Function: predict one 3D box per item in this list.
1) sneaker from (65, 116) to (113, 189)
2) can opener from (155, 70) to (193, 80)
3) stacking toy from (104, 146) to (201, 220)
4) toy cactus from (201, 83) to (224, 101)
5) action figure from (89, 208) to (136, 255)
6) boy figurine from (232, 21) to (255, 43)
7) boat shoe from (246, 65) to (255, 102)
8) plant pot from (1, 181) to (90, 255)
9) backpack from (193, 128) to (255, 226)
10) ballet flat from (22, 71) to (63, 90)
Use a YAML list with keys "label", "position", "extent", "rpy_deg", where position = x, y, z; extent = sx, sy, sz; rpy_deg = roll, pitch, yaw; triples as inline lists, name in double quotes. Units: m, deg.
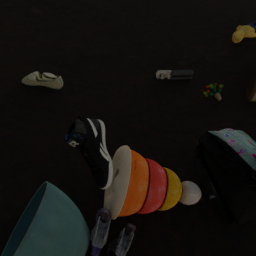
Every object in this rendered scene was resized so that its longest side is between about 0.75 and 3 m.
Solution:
- label: "sneaker"
  position: [-0.764, 0.437, 5.057]
  extent: [0.768, 0.502, 1.373]
  rpy_deg: [11, 55, -40]
- label: "can opener"
  position: [1.763, -2.096, 10.747]
  extent: [1.437, 0.378, 0.477]
  rpy_deg: [1, 46, 1]
- label: "stacking toy"
  position: [0.698, 1.503, 6.869]
  extent: [2.397, 1.752, 1.752]
  rpy_deg: [14, 46, -11]
- label: "toy cactus"
  position: [3.099, -1.269, 10.045]
  extent: [0.837, 0.428, 0.690]
  rpy_deg: [-17, 68, -19]
- label: "action figure"
  position: [-0.661, 3.090, 5.406]
  extent: [1.802, 0.961, 2.770]
  rpy_deg: [26, 51, -10]
- label: "boy figurine"
  position: [5.407, -4.348, 12.749]
  extent: [1.694, 0.546, 1.053]
  rpy_deg: [-32, 55, -26]
- label: "boat shoe"
  position: [5.134, -1.819, 10.128]
  extent: [1.110, 1.044, 2.915]
  rpy_deg: [29, 52, 10]
- label: "plant pot"
  position: [-1.594, 2.311, 5.805]
  extent: [1.343, 1.995, 1.995]
  rpy_deg: [31, 46, -15]
- label: "backpack"
  position: [2.688, 1.026, 7.082]
  extent: [1.400, 1.846, 2.212]
  rpy_deg: [-2, 40, -29]
- label: "ballet flat"
  position: [-3.206, -1.843, 10.399]
  extent: [1.663, 0.578, 0.578]
  rpy_deg: [9, 48, 8]
